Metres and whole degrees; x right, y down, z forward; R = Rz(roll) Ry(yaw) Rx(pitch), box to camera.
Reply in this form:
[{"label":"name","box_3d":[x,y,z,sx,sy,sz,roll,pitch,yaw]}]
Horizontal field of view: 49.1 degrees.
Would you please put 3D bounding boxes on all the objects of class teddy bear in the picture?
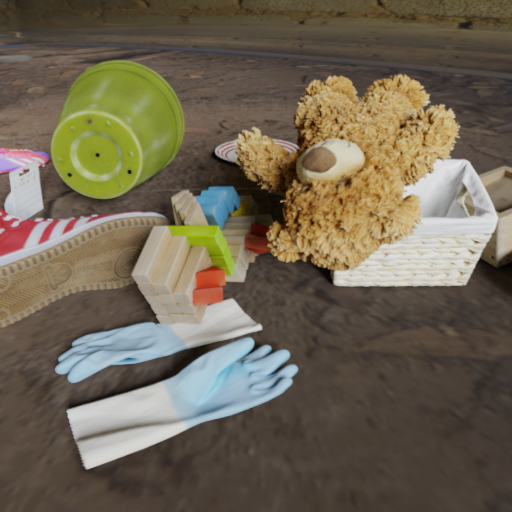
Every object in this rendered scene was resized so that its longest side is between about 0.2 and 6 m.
[{"label":"teddy bear","box_3d":[1.314,-1.655,8.042,3.052,1.405,4.209,21,47,23]}]

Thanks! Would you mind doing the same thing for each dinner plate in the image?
[{"label":"dinner plate","box_3d":[0.040,-2.652,14.571,2.218,0.269,2.218,1,28,0]}]

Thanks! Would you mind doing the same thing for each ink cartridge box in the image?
[{"label":"ink cartridge box","box_3d":[-4.617,-1.271,11.066,0.310,1.088,0.884,8,29,14]}]

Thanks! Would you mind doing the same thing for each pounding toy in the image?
[{"label":"pounding toy","box_3d":[4.571,-0.585,9.867,1.888,1.342,1.738,-20,32,-14]}]

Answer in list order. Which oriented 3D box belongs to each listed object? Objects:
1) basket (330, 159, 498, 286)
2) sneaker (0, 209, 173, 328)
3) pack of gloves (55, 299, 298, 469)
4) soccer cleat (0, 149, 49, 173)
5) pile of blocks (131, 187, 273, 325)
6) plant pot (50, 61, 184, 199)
[{"label":"basket","box_3d":[2.261,-0.513,8.909,2.393,1.476,1.622,1,43,-1]},{"label":"sneaker","box_3d":[-3.176,-0.181,8.845,3.508,1.249,1.973,-21,38,-30]},{"label":"pack of gloves","box_3d":[-1.026,1.189,6.925,2.742,0.541,2.304,-14,29,-25]},{"label":"soccer cleat","box_3d":[-5.899,-2.350,13.559,1.753,0.670,0.585,-21,34,-34]},{"label":"pile of blocks","box_3d":[-0.440,-0.338,8.621,1.170,1.546,3.766,1,25,19]},{"label":"plant pot","box_3d":[-2.972,-2.413,11.542,2.679,2.679,2.580,0,28,0]}]
